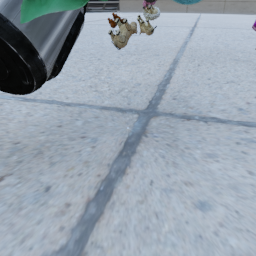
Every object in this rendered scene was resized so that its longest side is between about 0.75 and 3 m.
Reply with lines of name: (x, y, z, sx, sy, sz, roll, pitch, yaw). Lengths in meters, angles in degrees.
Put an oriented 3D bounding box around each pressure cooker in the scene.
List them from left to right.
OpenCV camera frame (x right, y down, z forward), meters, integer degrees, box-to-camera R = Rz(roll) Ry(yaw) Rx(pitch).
pressure cooker: (-2.113, -2.375, 5.303, 2.484, 2.523, 2.824, 17, 64, 10)

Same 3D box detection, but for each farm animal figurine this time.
farm animal figurine: (0.288, -3.472, 9.456, 1.800, 0.905, 1.454, -18, 54, 20)

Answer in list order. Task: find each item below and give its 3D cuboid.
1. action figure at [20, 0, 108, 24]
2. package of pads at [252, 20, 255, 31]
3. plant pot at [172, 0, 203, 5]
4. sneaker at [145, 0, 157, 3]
action figure: (-0.296, -2.098, 3.330, 2.428, 1.434, 0.664, 0, 5, 13)
package of pads: (3.224, -2.633, 6.186, 0.383, 1.013, 0.610, 28, 0, -7)
plant pot: (1.627, -4.153, 7.042, 1.637, 1.637, 1.102, 17, 55, 30)
sneaker: (0.577, -3.242, 5.235, 0.674, 1.827, 0.731, 10, 4, -3)
